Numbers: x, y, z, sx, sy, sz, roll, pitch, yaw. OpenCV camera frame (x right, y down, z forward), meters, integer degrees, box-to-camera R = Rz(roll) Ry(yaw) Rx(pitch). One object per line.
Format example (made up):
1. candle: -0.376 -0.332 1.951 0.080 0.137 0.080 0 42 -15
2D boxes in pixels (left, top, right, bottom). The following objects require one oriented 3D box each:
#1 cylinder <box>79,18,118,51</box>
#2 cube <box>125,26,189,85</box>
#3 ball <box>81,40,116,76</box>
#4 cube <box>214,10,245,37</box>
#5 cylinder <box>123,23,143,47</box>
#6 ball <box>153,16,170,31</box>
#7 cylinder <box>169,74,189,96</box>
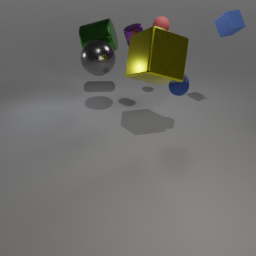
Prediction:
1. cylinder: -1.318 -4.090 12.737 1.400 1.400 1.400 -10 29 12
2. cube: 0.911 -2.258 9.057 1.400 1.400 1.400 7 0 -30
3. ball: -1.197 -2.812 11.249 1.400 1.400 1.400 0 30 0
4. cube: 3.875 -3.976 10.676 0.700 0.700 0.700 -18 -4 -24
5. cylinder: 0.258 -3.422 10.437 0.700 0.700 0.700 -13 37 10
6. ball: 1.391 -4.298 11.731 0.700 0.700 0.700 0 30 0
7. cylinder: 1.814 -1.548 9.923 0.700 0.700 0.700 6 21 11
